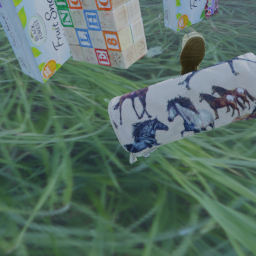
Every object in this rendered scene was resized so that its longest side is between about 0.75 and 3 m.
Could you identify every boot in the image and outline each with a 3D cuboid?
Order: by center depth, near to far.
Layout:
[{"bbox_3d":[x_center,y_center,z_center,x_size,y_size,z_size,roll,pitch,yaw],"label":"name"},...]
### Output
[{"bbox_3d":[1.519,-1.923,6.607,0.532,1.462,1.136,4,62,10],"label":"boot"}]

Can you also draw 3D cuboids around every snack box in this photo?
[{"bbox_3d":[0.805,-1.900,3.546,0.776,1.091,0.289,-28,44,-17],"label":"snack box"},{"bbox_3d":[-1.233,-1.814,4.178,0.513,1.937,1.378,28,63,16],"label":"snack box"}]

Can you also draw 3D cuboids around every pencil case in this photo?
[{"bbox_3d":[0.895,-0.273,3.946,2.235,1.000,0.869,-17,9,16],"label":"pencil case"}]

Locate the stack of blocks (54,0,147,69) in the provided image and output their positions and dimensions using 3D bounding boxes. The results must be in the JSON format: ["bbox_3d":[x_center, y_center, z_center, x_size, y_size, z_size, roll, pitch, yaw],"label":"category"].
[{"bbox_3d":[-0.283,-1.100,2.265,0.659,1.145,0.335,19,48,34],"label":"stack of blocks"}]
